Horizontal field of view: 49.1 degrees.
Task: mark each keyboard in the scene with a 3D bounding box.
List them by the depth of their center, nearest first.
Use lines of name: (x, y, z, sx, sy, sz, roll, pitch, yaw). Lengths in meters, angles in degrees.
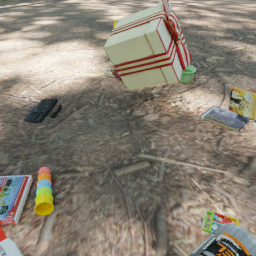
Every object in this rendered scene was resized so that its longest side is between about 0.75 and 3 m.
keyboard: (-3.539, -0.804, 12.198, 1.303, 0.211, 2.051, 4, 33, 6)

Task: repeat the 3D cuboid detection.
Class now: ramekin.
ramekin: (2.929, -2.953, 15.091, 1.317, 0.644, 1.317, 5, 34, -3)

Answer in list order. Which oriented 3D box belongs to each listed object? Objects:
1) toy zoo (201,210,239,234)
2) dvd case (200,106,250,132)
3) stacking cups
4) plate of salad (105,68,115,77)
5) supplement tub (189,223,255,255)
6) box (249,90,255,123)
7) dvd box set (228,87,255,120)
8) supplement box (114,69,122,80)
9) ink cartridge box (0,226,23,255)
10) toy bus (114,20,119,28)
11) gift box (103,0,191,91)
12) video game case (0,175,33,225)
toy zoo: (2.396, 2.459, 7.064, 0.988, 0.101, 0.648, 11, 33, 17)
dvd case: (4.033, -0.429, 11.652, 1.680, 0.134, 1.249, 24, 40, 34)
stacking cups: (-2.364, 1.675, 7.934, 0.498, 0.498, 1.647, -7, 33, -11)
plate of salad: (-0.750, -3.216, 15.973, 1.173, 0.282, 1.173, 0, 31, 0)
supplement tub: (1.811, 2.797, 5.636, 1.704, 1.044, 1.044, -26, 40, -34)
box: (4.282, -0.728, 9.371, 0.184, 0.924, 0.633, -1, 29, -25)
dvd box set: (3.115, -0.656, 7.451, 0.136, 0.675, 0.922, -16, 30, -27)
supplement box: (0.661, -3.391, 15.395, 2.560, 1.096, 1.412, -26, 45, -35)
ink cartridge box: (-3.297, 2.877, 6.021, 1.671, 0.517, 2.061, -24, 41, -34)
toy bus: (0.059, -6.618, 20.308, 2.538, 1.722, 2.437, 6, 46, 5)
gift box: (0.928, -3.352, 10.893, 2.592, 2.561, 2.776, -6, 50, 31)
video game case: (-4.046, 1.966, 7.704, 2.414, 0.211, 1.726, -2, 30, -3)
